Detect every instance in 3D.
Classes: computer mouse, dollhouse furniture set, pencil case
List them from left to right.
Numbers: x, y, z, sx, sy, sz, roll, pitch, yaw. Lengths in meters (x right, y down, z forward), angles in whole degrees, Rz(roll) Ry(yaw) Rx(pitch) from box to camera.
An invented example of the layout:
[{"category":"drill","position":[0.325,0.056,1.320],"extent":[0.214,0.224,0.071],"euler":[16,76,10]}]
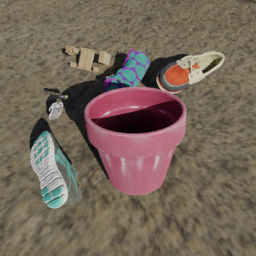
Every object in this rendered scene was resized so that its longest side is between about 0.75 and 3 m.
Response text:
[{"category":"computer mouse","position":[-2.166,-0.650,8.380],"extent":[0.565,1.031,0.226],"euler":[-11,56,-39]},{"category":"dollhouse furniture set","position":[-1.626,-2.713,11.180],"extent":[1.638,0.849,0.725],"euler":[14,7,14]},{"category":"pencil case","position":[-0.010,-1.922,10.059],"extent":[1.010,0.930,2.185],"euler":[44,47,-13]}]

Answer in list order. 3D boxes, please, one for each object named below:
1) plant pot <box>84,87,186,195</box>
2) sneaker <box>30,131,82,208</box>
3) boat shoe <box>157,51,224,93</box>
[{"category":"plant pot","position":[0.183,0.384,6.771],"extent":[2.284,2.044,2.284],"euler":[-2,32,1]},{"category":"sneaker","position":[-1.772,1.032,7.033],"extent":[0.822,0.966,2.118],"euler":[-36,58,21]},{"category":"boat shoe","position":[2.224,-2.030,9.799],"extent":[2.947,0.922,1.049],"euler":[-24,89,-34]}]
